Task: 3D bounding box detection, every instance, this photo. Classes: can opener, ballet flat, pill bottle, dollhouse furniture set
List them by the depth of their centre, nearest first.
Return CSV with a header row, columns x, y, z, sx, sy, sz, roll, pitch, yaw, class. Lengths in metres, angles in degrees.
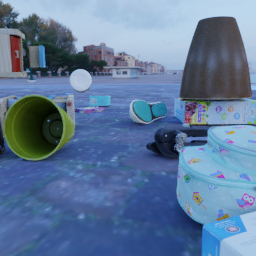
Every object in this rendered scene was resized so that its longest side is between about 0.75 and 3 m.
x,y,z,sx,sy,sz,roll,pitch,yaw,class
1.505,0.224,6.178,2.193,0.695,0.862,-5,11,-21,can opener
-2.688,-1.353,8.314,2.090,2.965,2.078,-2,11,-10,dollhouse furniture set
-1.684,-1.658,10.083,0.750,0.750,1.327,-2,5,-8,pill bottle
0.588,-0.549,10.298,0.880,0.880,2.535,7,9,32,ballet flat

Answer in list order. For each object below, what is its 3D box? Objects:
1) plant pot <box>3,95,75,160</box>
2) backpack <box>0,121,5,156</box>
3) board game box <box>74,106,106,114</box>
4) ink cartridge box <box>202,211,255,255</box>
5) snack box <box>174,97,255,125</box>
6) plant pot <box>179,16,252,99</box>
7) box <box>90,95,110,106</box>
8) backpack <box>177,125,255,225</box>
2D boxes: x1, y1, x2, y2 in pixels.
x,y,z,sx,sy,sz,roll,pitch,yaw,class
-1.816,0.006,6.271,1.329,1.329,1.280,2,-1,8,plant pot
-3.793,-0.113,5.728,2.097,1.541,1.919,-10,11,-26,backpack
-1.792,-0.855,13.140,0.804,0.216,1.339,16,18,42,board game box
1.217,1.120,2.142,0.792,0.457,1.092,-4,12,-21,ink cartridge box
3.185,-0.694,10.437,2.598,0.879,2.191,1,11,-1,snack box
2.993,-2.351,9.621,2.436,2.606,2.436,-2,9,0,plant pot
-1.436,-1.442,14.758,0.877,0.524,2.132,0,6,1,box
1.329,0.574,3.371,1.468,1.126,1.291,-6,17,-1,backpack
